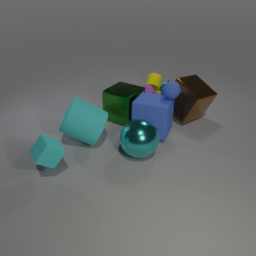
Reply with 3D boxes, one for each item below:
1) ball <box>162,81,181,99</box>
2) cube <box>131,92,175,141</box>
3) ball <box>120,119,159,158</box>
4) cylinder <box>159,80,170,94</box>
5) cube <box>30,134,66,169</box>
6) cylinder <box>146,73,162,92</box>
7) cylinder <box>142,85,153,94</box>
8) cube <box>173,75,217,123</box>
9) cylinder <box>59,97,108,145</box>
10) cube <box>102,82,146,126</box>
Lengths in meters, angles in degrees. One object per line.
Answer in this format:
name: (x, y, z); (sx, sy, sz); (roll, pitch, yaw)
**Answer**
ball: (1.683, -1.474, 10.857); (0.700, 0.700, 0.700); (0, 30, 0)
cube: (1.006, -0.504, 11.274); (1.400, 1.400, 1.400); (10, 26, 17)
ball: (0.409, 0.370, 9.911); (1.400, 1.400, 1.400); (0, 30, 0)
cylinder: (2.050, -1.965, 14.364); (0.700, 0.700, 0.700); (-33, 83, -43)
cube: (-2.514, 0.733, 8.747); (0.700, 0.700, 0.700); (27, 11, -44)
cylinder: (1.301, -2.297, 14.161); (0.700, 0.700, 0.700); (9, 65, 16)
cylinder: (0.879, -1.624, 13.576); (0.700, 0.700, 0.700); (-3, 61, 5)
cube: (2.683, -1.296, 12.182); (1.400, 1.400, 1.400); (-17, 56, -39)
cylinder: (-1.672, -0.254, 10.510); (1.400, 1.400, 1.400); (26, 26, -16)
cube: (-0.168, -1.078, 12.392); (1.400, 1.400, 1.400); (18, 35, 28)
